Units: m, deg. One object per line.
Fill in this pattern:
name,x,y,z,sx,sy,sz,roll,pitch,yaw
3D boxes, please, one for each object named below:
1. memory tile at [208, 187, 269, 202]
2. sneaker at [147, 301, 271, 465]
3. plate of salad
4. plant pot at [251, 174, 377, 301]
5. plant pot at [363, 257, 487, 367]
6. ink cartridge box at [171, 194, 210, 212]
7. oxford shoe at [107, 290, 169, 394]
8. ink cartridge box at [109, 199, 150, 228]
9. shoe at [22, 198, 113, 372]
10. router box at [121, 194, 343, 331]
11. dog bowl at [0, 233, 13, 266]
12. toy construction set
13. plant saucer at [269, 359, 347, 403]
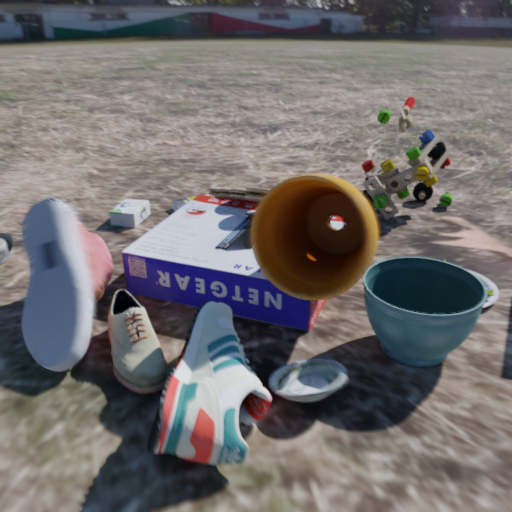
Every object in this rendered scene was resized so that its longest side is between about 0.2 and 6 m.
memory tile,0.281,-1.206,11.634,2.045,0.224,2.668,6,5,-26
sneaker,-0.420,1.551,6.952,1.223,0.921,2.616,19,26,0
plate of salad,3.331,0.453,9.502,1.488,0.357,1.488,1,26,0
plant pot,0.991,-0.367,8.148,1.698,1.698,1.554,11,15,20
plant pot,2.284,0.849,7.886,1.628,1.091,1.628,0,27,0
ink cartridge box,-1.278,-1.093,12.748,1.022,0.243,1.034,-13,27,-25
oxford shoe,-1.706,1.143,7.701,0.692,0.722,1.955,-14,30,-25
ink cartridge box,-2.765,-0.942,12.297,0.590,0.355,0.812,6,26,14
shoe,-2.743,0.524,8.556,1.038,1.321,2.905,-26,56,9
router box,-0.159,-0.066,10.015,3.306,0.808,2.967,9,28,18
dog bowl,-5.159,-0.078,10.590,1.134,0.332,1.134,1,27,0
toy construction set,3.175,-2.012,12.374,2.083,2.498,1.919,3,30,24
plant saucer,0.668,1.626,7.116,0.995,0.250,0.995,-11,13,2
